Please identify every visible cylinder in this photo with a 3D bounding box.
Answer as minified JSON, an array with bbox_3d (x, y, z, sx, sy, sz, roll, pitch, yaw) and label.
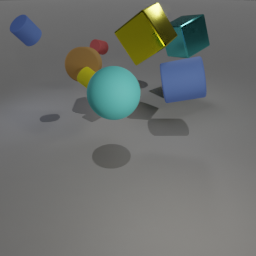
[{"bbox_3d":[-1.492,-1.891,10.859,0.700,0.700,0.700,38,41,14],"label":"cylinder"},{"bbox_3d":[-1.844,-2.705,11.832,1.400,1.400,1.400,0,16,0],"label":"cylinder"},{"bbox_3d":[1.899,-1.654,9.703,1.400,1.400,1.400,-8,27,11],"label":"cylinder"},{"bbox_3d":[-1.470,-4.123,14.278,0.700,0.700,0.700,18,17,30],"label":"cylinder"},{"bbox_3d":[-3.250,-3.097,8.923,0.700,0.700,0.700,-12,62,22],"label":"cylinder"}]

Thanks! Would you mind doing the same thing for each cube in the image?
[{"bbox_3d":[2.522,-4.057,12.398,1.400,1.400,1.400,-33,31,-20],"label":"cube"},{"bbox_3d":[0.666,-3.349,10.006,1.400,1.400,1.400,-25,16,39],"label":"cube"}]

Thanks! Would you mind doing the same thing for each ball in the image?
[{"bbox_3d":[-0.376,-0.909,7.336,1.400,1.400,1.400,0,28,0],"label":"ball"}]
